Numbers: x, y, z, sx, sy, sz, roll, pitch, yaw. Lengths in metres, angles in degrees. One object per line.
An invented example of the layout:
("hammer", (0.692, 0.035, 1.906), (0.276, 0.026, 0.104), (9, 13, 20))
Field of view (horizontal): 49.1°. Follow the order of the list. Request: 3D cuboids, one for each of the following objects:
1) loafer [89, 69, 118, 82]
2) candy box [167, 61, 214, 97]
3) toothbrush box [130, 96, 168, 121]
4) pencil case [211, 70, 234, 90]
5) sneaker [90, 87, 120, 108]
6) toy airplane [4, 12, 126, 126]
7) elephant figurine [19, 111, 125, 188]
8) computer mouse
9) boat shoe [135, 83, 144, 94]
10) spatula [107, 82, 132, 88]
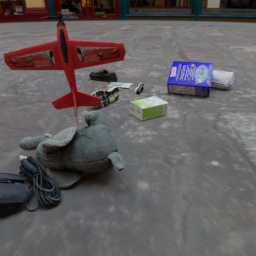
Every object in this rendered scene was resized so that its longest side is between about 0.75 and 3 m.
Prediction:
("loafer", (-1.162, -2.541, 13.285), (1.497, 0.534, 0.546), (11, 27, 21))
("candy box", (2.572, -2.061, 11.558), (1.703, 0.656, 1.440), (9, 55, 16))
("toothbrush box", (0.703, -0.672, 9.469), (1.061, 0.457, 0.772), (-13, 29, -29))
("pencil case", (3.670, -2.164, 12.244), (1.833, 0.762, 0.831), (13, 31, 25))
("sneaker", (-0.984, -1.150, 10.468), (0.707, 0.641, 1.664), (4, 16, 32))
("toy airplane", (-0.772, -0.764, 3.838), (1.575, 1.575, 0.290), (-2, 34, -5))
("elephant figurine", (-1.339, 0.562, 6.144), (2.092, 1.480, 1.623), (-14, -12, -12))
("computer mouse", (-2.740, 1.174, 5.349), (2.526, 0.666, 1.749), (-16, 31, -31))
("boat shoe", (0.538, -1.653, 11.711), (0.243, 0.298, 0.806), (10, 30, 20))
("spatula", (-0.377, -1.933, 12.548), (1.053, 0.085, 0.732), (7, 27, 14))
